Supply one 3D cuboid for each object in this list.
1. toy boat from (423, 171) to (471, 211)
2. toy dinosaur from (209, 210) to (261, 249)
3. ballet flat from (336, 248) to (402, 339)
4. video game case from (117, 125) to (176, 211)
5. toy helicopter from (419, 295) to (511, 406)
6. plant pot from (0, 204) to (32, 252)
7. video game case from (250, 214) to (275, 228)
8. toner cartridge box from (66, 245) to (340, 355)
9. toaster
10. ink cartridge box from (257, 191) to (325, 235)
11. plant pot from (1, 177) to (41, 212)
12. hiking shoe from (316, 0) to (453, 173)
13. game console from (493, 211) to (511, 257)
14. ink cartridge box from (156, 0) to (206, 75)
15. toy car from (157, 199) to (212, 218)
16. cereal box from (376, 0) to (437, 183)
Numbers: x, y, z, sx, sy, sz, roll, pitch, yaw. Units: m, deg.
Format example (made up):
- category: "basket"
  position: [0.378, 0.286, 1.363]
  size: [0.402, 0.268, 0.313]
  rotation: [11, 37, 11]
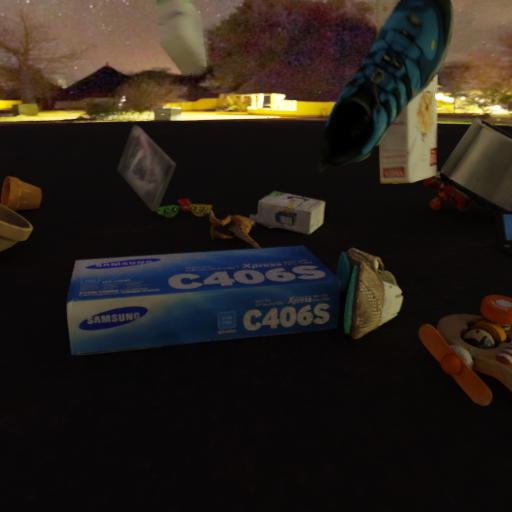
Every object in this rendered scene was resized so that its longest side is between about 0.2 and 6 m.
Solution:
- category: "toy boat"
  position: [4.666, -1.500, 13.979]
  size: [1.265, 0.827, 0.825]
  rotation: [45, 8, 15]
- category: "toy dinosaur"
  position: [-0.352, -0.559, 11.091]
  size: [1.140, 0.649, 2.147]
  rotation: [1, 17, 0]
- category: "ballet flat"
  position: [1.554, 0.444, 7.571]
  size: [0.795, 0.858, 2.434]
  rotation: [10, 20, 3]
- category: "video game case"
  position: [-1.746, -1.386, 8.786]
  size: [0.113, 0.850, 1.190]
  rotation: [-4, 41, -46]
- category: "toy helicopter"
  position: [2.450, 1.118, 5.609]
  size: [1.226, 0.731, 1.854]
  rotation: [-1, 25, -16]
- category: "plant pot"
  position: [-5.162, -0.578, 10.043]
  size: [1.981, 0.914, 1.981]
  rotation: [30, 2, -1]
- category: "video game case"
  position: [0.464, -0.837, 12.881]
  size: [0.904, 0.109, 0.992]
  rotation: [-8, 20, -25]
- category: "toner cartridge box"
  position: [-0.714, 0.501, 7.471]
  size: [3.322, 0.717, 1.578]
  rotation: [-4, 18, -13]
- category: "toaster"
  position: [5.546, -1.924, 12.780]
  size: [2.365, 1.552, 2.616]
  rotation: [32, 26, 12]
- category: "ink cartridge box"
  position: [0.771, -0.957, 12.249]
  size: [1.251, 0.547, 0.909]
  rotation: [16, 27, 22]
- category: "plant pot"
  position: [-5.825, -1.486, 13.944]
  size: [0.782, 0.854, 0.854]
  rotation: [7, 10, -38]
- category: "hiking shoe"
  position: [1.972, -2.578, 8.530]
  size: [1.120, 3.010, 1.305]
  rotation: [32, 34, 9]
- category: "game console"
  position: [5.195, -0.416, 10.560]
  size: [1.147, 0.668, 1.009]
  rotation: [-1, 17, -1]
- category: "ink cartridge box"
  position: [-1.419, -4.255, 10.612]
  size: [0.540, 1.284, 0.937]
  rotation: [-16, -26, 16]
- category: "toy car"
  position: [-1.841, -1.096, 13.431]
  size: [1.212, 0.287, 1.287]
  rotation: [-14, 21, -37]
- category: "cereal box"
  position: [3.046, -3.168, 11.075]
  size: [0.662, 3.348, 2.408]
  rotation: [2, 12, 30]
